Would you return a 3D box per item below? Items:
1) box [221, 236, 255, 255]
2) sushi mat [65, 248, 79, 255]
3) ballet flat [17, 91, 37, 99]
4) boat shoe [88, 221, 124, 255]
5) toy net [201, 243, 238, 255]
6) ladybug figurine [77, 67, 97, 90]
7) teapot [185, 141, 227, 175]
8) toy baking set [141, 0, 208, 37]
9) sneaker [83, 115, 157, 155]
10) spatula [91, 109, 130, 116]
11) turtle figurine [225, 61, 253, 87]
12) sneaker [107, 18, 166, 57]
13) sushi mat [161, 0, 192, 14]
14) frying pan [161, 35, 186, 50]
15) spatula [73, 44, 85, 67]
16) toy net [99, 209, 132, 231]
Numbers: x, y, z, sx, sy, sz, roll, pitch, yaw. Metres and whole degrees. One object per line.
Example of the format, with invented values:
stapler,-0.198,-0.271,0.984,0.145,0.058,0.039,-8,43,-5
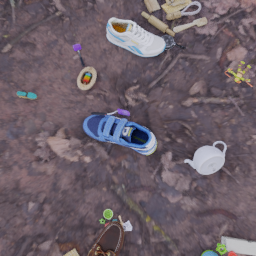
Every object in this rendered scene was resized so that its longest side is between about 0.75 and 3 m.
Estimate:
box,4.034,4.177,9.899,1.331,0.547,0.455,8,77,1
sushi mat,-1.769,5.226,9.868,0.828,0.105,1.731,-34,79,-8
ballet flat,-4.059,-1.304,11.328,0.848,0.300,0.300,10,77,-1
boat shoe,-0.917,4.480,9.540,0.930,0.930,2.643,24,76,10
toy net,3.614,4.965,9.712,2.134,0.412,1.119,42,94,3
ladybug figurine,-1.658,-2.001,11.430,0.728,0.386,1.072,23,78,5
teapot,2.941,1.075,10.438,1.221,1.205,0.891,3,39,-21
toy baking set,1.991,-5.011,12.114,2.745,0.319,2.107,42,84,9
sneaker,-0.297,0.112,10.514,2.959,1.217,1.094,16,79,5
spatula,-0.670,-0.563,10.492,1.467,0.415,0.151,-3,65,5
turtle figurine,4.644,-2.192,11.476,1.223,0.394,0.987,30,71,14
sneaker,0.315,-3.722,11.506,2.574,1.040,0.985,18,76,3
sushi mat,2.158,-5.474,12.409,1.279,0.077,0.612,-32,79,-7
frying pan,1.827,-3.540,11.920,1.169,0.190,0.707,40,80,12
spatula,-2.028,-3.076,11.824,0.323,0.117,1.141,-20,77,-4
toy net,-0.421,3.484,10.216,1.206,0.233,0.633,29,78,6
